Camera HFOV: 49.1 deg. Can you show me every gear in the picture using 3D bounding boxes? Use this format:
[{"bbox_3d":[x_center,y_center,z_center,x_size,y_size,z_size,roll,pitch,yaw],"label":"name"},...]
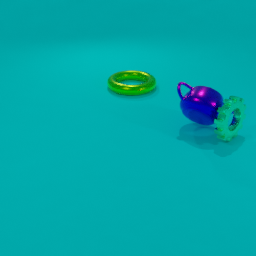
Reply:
[{"bbox_3d":[2.453,-0.220,6.687,1.078,1.078,0.199,-24,31,-34],"label":"gear"}]

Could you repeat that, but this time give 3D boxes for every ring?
[{"bbox_3d":[0.131,-1.587,9.666,1.715,0.343,1.715,0,31,0],"label":"ring"}]

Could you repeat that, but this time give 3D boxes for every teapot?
[{"bbox_3d":[1.968,-0.600,7.097,1.806,0.884,1.123,30,-15,-14],"label":"teapot"}]
